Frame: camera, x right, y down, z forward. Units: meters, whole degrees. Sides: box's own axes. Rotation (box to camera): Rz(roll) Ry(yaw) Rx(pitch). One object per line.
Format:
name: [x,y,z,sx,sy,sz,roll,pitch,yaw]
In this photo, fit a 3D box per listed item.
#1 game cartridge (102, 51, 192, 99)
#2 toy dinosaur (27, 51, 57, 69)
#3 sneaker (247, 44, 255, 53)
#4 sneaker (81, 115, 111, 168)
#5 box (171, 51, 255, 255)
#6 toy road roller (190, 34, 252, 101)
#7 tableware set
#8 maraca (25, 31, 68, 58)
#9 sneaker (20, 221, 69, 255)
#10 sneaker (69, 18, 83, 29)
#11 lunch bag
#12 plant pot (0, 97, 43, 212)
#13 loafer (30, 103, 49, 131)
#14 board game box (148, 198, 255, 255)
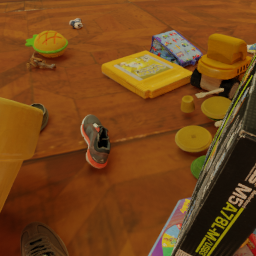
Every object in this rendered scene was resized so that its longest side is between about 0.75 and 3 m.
game cartridge: [0.715,-2.089,10.513,2.367,0.436,2.685,-26,43,-30]
toy dinosaur: [-3.647,-2.649,11.339,1.756,0.530,0.932,31,23,27]
sneaker: [5.861,-3.675,12.378,1.372,0.721,0.520,13,39,15]
sneaker: [-0.705,0.167,7.091,0.687,0.730,1.783,13,37,-29]
box: [1.575,0.405,4.126,0.700,2.946,2.845,24,43,16]
toy road roller: [3.473,-2.279,9.534,2.597,1.896,1.596,-29,46,-33]
tableware set: [2.169,0.088,7.441,1.986,0.453,2.949,-13,44,-1]
maraca: [-3.506,-3.667,12.082,1.972,1.055,1.352,22,49,23]
sneaker: [-1.268,2.193,4.508,0.742,0.795,2.106,-21,42,-25]
sneaker: [-2.695,-5.732,15.469,0.695,0.382,0.949,31,39,18]
lunch bag: [2.109,-3.225,11.788,1.463,0.914,1.943,-27,54,-35]
plant pot: [-3.017,0.668,4.595,2.739,2.577,2.739,10,-2,0]
loafer: [-2.829,-0.145,7.686,0.767,0.710,2.038,7,37,9]
board game box: [1.600,1.993,4.853,2.067,0.509,2.616,19,36,24]
